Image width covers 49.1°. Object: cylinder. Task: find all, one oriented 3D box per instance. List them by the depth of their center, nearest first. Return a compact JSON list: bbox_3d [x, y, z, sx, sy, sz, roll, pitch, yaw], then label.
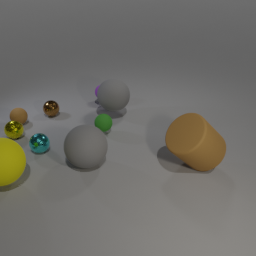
[{"bbox_3d":[2.108,0.454,8.710,1.400,1.400,1.400,-26,46,31],"label":"cylinder"}]

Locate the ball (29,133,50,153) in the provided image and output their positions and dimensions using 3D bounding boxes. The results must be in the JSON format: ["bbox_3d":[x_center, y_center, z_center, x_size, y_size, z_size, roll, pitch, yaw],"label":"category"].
[{"bbox_3d":[-3.102,0.529,9.816,0.700,0.700,0.700,0,30,0],"label":"ball"}]

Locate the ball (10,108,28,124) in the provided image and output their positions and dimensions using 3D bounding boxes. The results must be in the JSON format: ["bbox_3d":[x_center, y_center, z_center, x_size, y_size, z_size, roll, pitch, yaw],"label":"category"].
[{"bbox_3d":[-4.492,-0.487,11.510,0.700,0.700,0.700,0,30,0],"label":"ball"}]

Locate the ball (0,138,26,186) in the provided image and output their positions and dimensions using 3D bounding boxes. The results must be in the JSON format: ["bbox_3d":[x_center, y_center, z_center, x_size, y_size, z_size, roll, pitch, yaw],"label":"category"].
[{"bbox_3d":[-3.697,0.978,8.107,1.400,1.400,1.400,0,30,0],"label":"ball"}]

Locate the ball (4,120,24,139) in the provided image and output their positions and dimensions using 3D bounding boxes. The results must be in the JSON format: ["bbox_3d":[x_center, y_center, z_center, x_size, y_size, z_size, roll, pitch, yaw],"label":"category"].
[{"bbox_3d":[-4.319,0.062,10.610,0.700,0.700,0.700,0,30,0],"label":"ball"}]

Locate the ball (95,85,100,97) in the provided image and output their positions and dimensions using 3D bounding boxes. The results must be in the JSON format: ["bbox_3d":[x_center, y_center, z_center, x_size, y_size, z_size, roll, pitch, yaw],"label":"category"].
[{"bbox_3d":[-1.192,-1.676,13.060,0.700,0.700,0.700,0,30,0],"label":"ball"}]

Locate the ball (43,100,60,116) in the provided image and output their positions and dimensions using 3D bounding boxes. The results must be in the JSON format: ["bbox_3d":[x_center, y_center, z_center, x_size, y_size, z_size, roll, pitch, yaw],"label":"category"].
[{"bbox_3d":[-3.333,-0.853,12.160,0.700,0.700,0.700,0,30,0],"label":"ball"}]

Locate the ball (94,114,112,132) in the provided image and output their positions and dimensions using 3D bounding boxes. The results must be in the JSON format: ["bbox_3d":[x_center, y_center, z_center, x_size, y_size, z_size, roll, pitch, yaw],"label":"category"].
[{"bbox_3d":[-0.951,-0.202,10.845,0.700,0.700,0.700,0,30,0],"label":"ball"}]

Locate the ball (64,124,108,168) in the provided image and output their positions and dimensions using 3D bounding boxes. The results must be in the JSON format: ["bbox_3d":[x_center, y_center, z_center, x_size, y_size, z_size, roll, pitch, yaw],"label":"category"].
[{"bbox_3d":[-1.353,0.584,9.002,1.400,1.400,1.400,0,30,0],"label":"ball"}]

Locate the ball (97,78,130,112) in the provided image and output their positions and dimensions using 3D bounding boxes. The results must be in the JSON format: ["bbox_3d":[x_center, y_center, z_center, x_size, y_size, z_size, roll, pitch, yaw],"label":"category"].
[{"bbox_3d":[-0.613,-1.392,11.861,1.400,1.400,1.400,0,30,0],"label":"ball"}]
